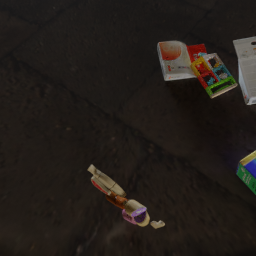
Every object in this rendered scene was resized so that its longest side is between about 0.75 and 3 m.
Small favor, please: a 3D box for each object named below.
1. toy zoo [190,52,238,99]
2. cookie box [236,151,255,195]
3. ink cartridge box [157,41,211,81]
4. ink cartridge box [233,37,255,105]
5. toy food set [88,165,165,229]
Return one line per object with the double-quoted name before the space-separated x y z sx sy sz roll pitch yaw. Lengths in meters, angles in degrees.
"toy zoo" 2.560 -1.704 8.575 0.956 0.149 1.458 -26 75 -13
"cookie box" 3.926 1.231 6.437 1.798 0.790 2.102 -31 56 -10
"ink cartridge box" 1.819 -2.186 8.850 1.587 0.398 1.287 -9 66 -1
"ink cartridge box" 4.127 -1.786 8.330 1.668 0.515 2.056 -9 65 7
"toy food set" -0.159 1.638 6.131 1.956 1.244 0.308 36 68 9
